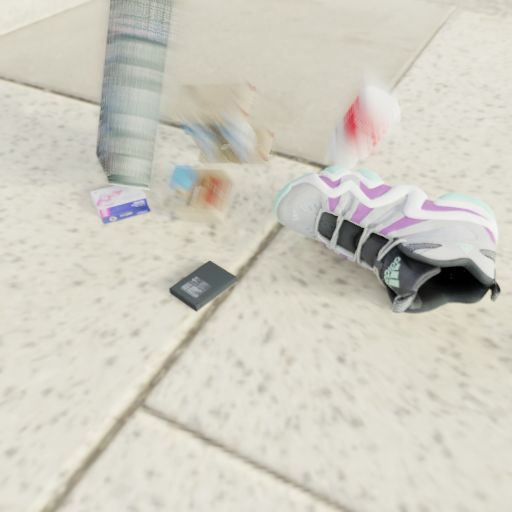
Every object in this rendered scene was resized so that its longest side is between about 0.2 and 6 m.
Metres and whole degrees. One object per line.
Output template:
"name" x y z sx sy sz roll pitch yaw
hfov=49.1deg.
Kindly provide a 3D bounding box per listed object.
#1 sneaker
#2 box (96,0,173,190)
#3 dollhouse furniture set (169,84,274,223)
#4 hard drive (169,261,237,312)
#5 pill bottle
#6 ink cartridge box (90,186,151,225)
"sneaker" 1.826 -0.084 8.140 3.474 1.350 2.430 7 41 9
"box" -2.186 -2.898 9.611 0.692 3.007 2.390 3 19 -23
"dollhouse furniture set" -0.649 -1.675 9.316 1.311 1.319 1.871 4 65 20
"hard drive" -0.795 0.438 8.464 0.600 0.141 0.859 30 50 30
"pill bottle" 1.801 -2.172 9.660 0.743 1.324 0.743 19 43 -18
"ink cartridge box" -2.434 -0.979 10.050 0.876 0.193 0.893 -18 43 -20
